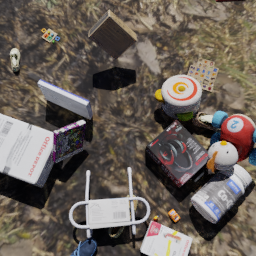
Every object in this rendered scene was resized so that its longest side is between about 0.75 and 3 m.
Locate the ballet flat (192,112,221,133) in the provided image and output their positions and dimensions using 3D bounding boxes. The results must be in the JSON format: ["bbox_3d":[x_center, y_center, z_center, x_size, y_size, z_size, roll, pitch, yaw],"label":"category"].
[{"bbox_3d":[3.618,-0.183,11.065,2.128,0.716,0.724,9,72,3],"label":"ballet flat"}]

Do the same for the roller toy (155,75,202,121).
[{"bbox_3d":[2.075,-1.265,11.057,1.693,1.183,1.545,34,69,23],"label":"roller toy"}]

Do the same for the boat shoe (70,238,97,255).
[{"bbox_3d":[-1.740,4.650,9.455,0.829,0.676,1.970,34,75,11],"label":"boat shoe"}]

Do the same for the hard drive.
[{"bbox_3d":[-2.417,-1.092,11.015,2.086,1.376,0.265,24,71,8],"label":"hard drive"}]

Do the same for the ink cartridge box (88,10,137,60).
[{"bbox_3d":[-0.601,-3.638,11.062,1.250,1.518,0.570,-34,41,29],"label":"ink cartridge box"}]

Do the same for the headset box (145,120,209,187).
[{"bbox_3d":[1.961,1.046,10.593,1.611,0.813,2.167,-39,76,-12],"label":"headset box"}]

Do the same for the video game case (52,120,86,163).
[{"bbox_3d":[-2.157,0.492,10.230,0.251,1.400,1.269,36,41,29],"label":"video game case"}]

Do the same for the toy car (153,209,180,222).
[{"bbox_3d":[1.418,3.275,10.117,0.924,0.308,0.453,-19,72,-7],"label":"toy car"}]

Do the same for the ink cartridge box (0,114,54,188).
[{"bbox_3d":[-4.110,0.829,10.492,2.718,1.138,1.961,19,72,6],"label":"ink cartridge box"}]

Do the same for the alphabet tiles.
[{"bbox_3d":[3.237,-2.358,12.151,1.209,0.055,1.446,19,72,7],"label":"alphabet tiles"}]

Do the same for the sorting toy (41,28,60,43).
[{"bbox_3d":[-3.580,-4.222,12.730,1.006,0.137,0.567,34,75,11],"label":"sorting toy"}]

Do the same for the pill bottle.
[{"bbox_3d":[3.354,2.279,10.000,2.044,1.163,1.163,-41,76,-12],"label":"pill bottle"}]

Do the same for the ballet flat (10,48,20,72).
[{"bbox_3d":[-4.929,-3.047,12.201,0.418,0.418,1.205,-13,72,-4],"label":"ballet flat"}]

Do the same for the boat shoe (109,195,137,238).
[{"bbox_3d":[-0.146,3.162,10.039,0.607,0.519,1.655,26,73,8],"label":"boat shoe"}]

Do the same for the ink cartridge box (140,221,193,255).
[{"bbox_3d":[1.324,4.029,9.685,1.516,0.632,1.101,21,73,7],"label":"ink cartridge box"}]

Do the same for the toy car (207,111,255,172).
[{"bbox_3d":[3.432,0.678,9.679,2.096,1.853,1.931,-30,40,-33],"label":"toy car"}]

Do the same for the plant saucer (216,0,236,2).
[{"bbox_3d":[4.928,-6.886,13.553,1.586,0.291,1.583,-5,71,-1],"label":"plant saucer"}]

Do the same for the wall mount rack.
[{"bbox_3d":[-0.654,2.612,10.032,2.761,1.029,2.399,-4,75,-1],"label":"wall mount rack"}]
